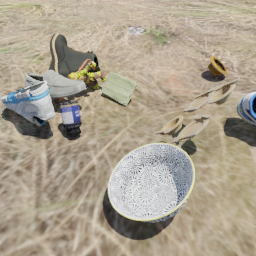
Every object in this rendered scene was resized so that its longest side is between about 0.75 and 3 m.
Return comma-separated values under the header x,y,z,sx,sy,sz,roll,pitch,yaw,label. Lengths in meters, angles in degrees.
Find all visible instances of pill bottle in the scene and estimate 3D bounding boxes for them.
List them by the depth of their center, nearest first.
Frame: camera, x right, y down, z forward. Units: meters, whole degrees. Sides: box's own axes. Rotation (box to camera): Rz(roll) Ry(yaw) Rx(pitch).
x,y,z,sx,sy,sz,roll,pitch,yaw,label
-1.487,-0.259,7.372,0.487,0.871,0.487,-9,8,1,pill bottle

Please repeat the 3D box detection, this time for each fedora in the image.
x,y,z,sx,sy,sz,roll,pitch,yaw,label
3.128,-2.130,9.953,0.932,0.380,0.932,28,41,-27,fedora

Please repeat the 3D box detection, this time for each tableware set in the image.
x,y,z,sx,sy,sz,roll,pitch,yaw,label
1.502,-0.361,6.237,2.038,0.236,1.702,-43,11,-17,tableware set

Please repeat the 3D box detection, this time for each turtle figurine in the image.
x,y,z,sx,sy,sz,roll,pitch,yaw,label
-1.414,-1.524,8.835,1.355,1.681,0.541,-4,51,-54,turtle figurine

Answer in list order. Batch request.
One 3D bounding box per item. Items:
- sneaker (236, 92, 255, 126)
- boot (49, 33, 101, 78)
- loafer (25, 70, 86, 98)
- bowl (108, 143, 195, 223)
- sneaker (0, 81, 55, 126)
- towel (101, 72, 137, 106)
x,y,z,sx,sy,sz,roll,pitch,yaw,label
3.892,-0.146,6.861,2.470,1.016,0.913,27,87,18,sneaker
-1.806,-2.552,9.809,1.650,0.924,2.385,-15,60,8,boot
-2.241,-1.330,8.319,2.190,0.764,0.766,4,25,26,loafer
0.535,1.190,5.491,1.710,0.803,1.710,-16,42,14,bowl
-2.730,-0.563,7.705,0.953,1.102,2.543,-33,21,-28,sneaker
-0.289,-1.251,8.802,1.131,0.839,0.206,30,7,30,towel
